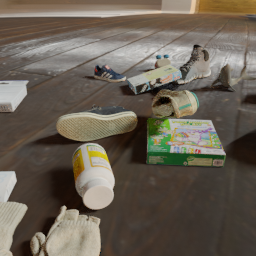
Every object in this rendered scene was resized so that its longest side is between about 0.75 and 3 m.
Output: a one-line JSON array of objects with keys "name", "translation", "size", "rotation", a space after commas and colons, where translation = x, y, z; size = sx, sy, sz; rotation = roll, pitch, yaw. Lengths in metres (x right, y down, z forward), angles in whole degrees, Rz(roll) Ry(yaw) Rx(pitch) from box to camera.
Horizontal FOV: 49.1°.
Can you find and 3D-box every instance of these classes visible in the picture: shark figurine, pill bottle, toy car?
[{"name": "shark figurine", "translation": [4.782, -2.059, 12.693], "size": [2.393, 1.430, 0.998], "rotation": [-2, 49, -43]}, {"name": "pill bottle", "translation": [-0.794, 1.086, 6.439], "size": [0.871, 0.871, 1.544], "rotation": [-7, 29, -13]}, {"name": "toy car", "translation": [1.792, -3.417, 15.209], "size": [0.859, 0.895, 0.971], "rotation": [-8, 0, -14]}]

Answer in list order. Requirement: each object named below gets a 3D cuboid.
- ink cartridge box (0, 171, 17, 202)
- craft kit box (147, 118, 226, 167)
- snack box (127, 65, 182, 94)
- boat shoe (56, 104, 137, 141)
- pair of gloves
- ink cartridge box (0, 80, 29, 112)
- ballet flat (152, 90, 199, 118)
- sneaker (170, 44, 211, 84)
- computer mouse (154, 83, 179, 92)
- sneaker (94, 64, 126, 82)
[{"name": "ink cartridge box", "translation": [-3.249, 1.503, 6.197], "size": [1.098, 0.324, 1.371], "rotation": [0, 29, -1]}, {"name": "craft kit box", "translation": [1.591, 0.360, 8.264], "size": [2.066, 0.501, 2.040], "rotation": [2, 25, 3]}, {"name": "snack box", "translation": [1.142, -2.204, 12.514], "size": [2.162, 0.401, 1.256], "rotation": [-20, 28, -5]}, {"name": "boat shoe", "translation": [-0.976, -0.210, 8.756], "size": [2.596, 0.969, 0.808], "rotation": [-8, 35, -26]}, {"name": "pair of gloves", "translation": [-1.811, 2.124, 4.914], "size": [2.598, 0.455, 2.209], "rotation": [6, 28, 8]}, {"name": "ink cartridge box", "translation": [-5.325, -1.302, 11.271], "size": [2.194, 0.446, 2.198], "rotation": [0, 32, 1]}, {"name": "ballet flat", "translation": [1.158, -0.706, 8.598], "size": [0.857, 0.927, 2.748], "rotation": [-24, 6, -12]}, {"name": "sneaker", "translation": [2.970, -3.170, 13.585], "size": [2.881, 1.664, 1.081], "rotation": [-21, 34, -35]}, {"name": "computer mouse", "translation": [1.556, -1.667, 12.091], "size": [0.929, 0.354, 1.342], "rotation": [-24, 26, -10]}, {"name": "sneaker", "translation": [-0.927, -2.732, 13.760], "size": [1.737, 0.734, 0.651], "rotation": [13, 30, 21]}]
